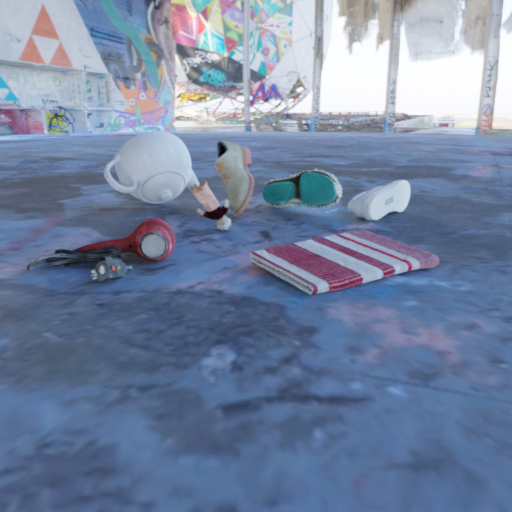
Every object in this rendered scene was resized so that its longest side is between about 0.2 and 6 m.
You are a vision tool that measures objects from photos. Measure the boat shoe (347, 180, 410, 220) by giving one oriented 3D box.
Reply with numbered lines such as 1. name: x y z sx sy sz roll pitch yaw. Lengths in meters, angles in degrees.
1. boat shoe: 2.979 -1.337 13.502 0.767 0.806 2.238 13 30 37

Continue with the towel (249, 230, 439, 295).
1. towel: 1.413 0.082 9.157 2.563 0.292 1.846 -11 21 -30

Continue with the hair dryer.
1. hair dryer: -2.343 -0.253 9.533 1.990 0.710 2.612 8 16 30

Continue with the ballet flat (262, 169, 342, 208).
1. ballet flat: 1.245 -1.646 13.737 0.943 0.943 2.628 -13 13 -39

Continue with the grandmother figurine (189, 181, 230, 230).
1. grandmother figurine: -0.875 -1.003 11.574 0.718 1.184 0.359 -10 40 29

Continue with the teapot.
1. teapot: -2.592 -2.084 14.523 2.125 2.098 1.552 -23 62 0

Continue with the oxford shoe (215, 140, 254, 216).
1. oxford shoe: -0.631 -1.908 13.586 0.886 0.850 2.400 23 37 -27
